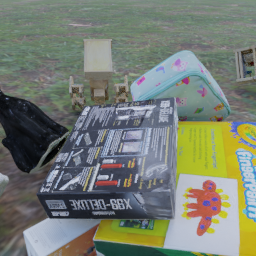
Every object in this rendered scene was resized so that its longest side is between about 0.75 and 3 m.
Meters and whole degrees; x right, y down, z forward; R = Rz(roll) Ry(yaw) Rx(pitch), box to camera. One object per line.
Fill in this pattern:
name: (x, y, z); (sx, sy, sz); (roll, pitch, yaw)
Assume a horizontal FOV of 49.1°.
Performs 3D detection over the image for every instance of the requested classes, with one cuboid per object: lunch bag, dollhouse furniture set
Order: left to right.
dollhouse furniture set: (-0.792, -1.389, 7.632); (1.572, 1.711, 1.114); (-2, 61, -4)
lunch bag: (1.116, -0.517, 5.966); (1.656, 2.065, 0.796); (-30, 50, 24)
dollhouse furniture set: (4.361, -2.078, 9.566); (1.091, 1.097, 1.556); (-6, -4, 31)

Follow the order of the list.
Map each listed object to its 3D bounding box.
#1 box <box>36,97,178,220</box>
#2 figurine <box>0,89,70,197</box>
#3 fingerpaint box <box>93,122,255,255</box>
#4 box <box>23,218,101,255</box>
box: (-0.116, 0.318, 3.972); (1.589, 0.501, 2.015); (-5, 35, 14)
figurine: (-2.780, 0.031, 4.867); (2.534, 1.118, 2.598); (41, 38, 3)
fingerpaint box: (1.074, 0.995, 4.250); (2.332, 1.025, 2.795); (0, 30, 14)
box: (-0.831, 1.540, 3.788); (0.924, 0.704, 0.491); (-23, 41, -34)
